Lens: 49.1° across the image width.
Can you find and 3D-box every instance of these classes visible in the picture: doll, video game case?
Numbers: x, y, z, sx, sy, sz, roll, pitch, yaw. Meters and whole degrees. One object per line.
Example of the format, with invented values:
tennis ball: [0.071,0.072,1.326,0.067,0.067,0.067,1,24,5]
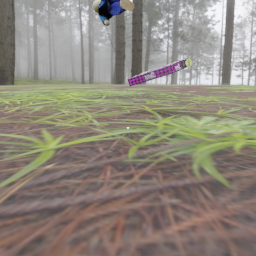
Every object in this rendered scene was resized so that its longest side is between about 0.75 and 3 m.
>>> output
doll: [-0.410,-3.291,7.298,0.427,1.203,1.763,9,6,-34]
video game case: [1.141,-1.978,9.873,1.812,0.324,1.642,-11,13,37]
